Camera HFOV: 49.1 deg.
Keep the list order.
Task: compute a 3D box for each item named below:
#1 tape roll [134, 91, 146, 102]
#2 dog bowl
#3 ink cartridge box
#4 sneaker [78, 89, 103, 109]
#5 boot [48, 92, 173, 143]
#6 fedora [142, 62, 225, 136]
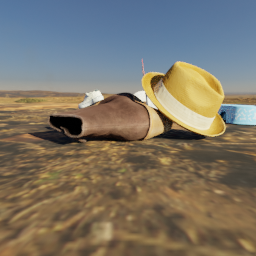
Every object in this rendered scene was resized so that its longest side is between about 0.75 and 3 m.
[{"bbox_3d":[0.635,-1.054,12.593,1.204,1.204,0.421,-2,37,-17],"label":"tape roll"},{"bbox_3d":[4.245,-0.550,10.637,1.440,0.640,2.584,1,6,-2],"label":"dog bowl"},{"bbox_3d":[0.849,-1.358,10.302,0.580,2.033,1.652,-3,-3,3],"label":"ink cartridge box"},{"bbox_3d":[-0.864,-0.658,6.347,0.817,0.289,0.298,-19,1,42],"label":"sneaker"},{"bbox_3d":[-0.708,-0.336,6.648,2.475,1.076,2.975,-2,10,-36],"label":"boot"},{"bbox_3d":[1.460,-0.838,6.474,2.319,0.946,2.319,21,34,-15],"label":"fedora"}]
